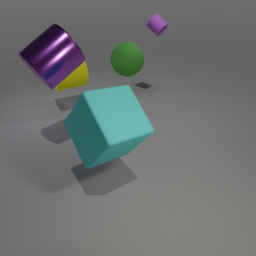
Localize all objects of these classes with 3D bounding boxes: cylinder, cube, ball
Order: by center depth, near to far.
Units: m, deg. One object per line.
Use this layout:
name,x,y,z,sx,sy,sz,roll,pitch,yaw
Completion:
cube,-0.506,-0.043,6.952,1.400,1.400,1.400,-16,71,-39
cylinder,-2.262,-2.118,8.414,1.400,1.400,1.400,-44,43,-9
ball,-0.026,-2.851,11.654,1.400,1.400,1.400,0,30,0
cylinder,-2.626,-2.453,12.371,1.400,1.400,1.400,-16,33,-20
cylinder,1.343,-4.701,12.805,0.700,0.700,0.700,46,42,4
